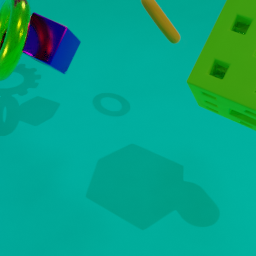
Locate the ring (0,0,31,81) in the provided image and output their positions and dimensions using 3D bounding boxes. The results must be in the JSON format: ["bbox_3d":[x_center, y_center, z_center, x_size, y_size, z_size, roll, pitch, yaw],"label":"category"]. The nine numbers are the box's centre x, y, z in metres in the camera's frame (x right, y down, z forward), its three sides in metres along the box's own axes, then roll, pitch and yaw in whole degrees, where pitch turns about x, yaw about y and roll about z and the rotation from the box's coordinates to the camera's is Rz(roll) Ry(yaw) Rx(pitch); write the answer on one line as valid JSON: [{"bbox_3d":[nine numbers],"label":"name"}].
[{"bbox_3d":[-2.279,-1.690,5.275,0.331,1.653,1.653,15,29,-39],"label":"ring"}]

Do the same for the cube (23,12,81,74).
[{"bbox_3d":[-1.566,-1.670,5.629,0.790,0.790,0.790,27,2,10],"label":"cube"}]

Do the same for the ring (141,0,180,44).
[{"bbox_3d":[0.637,-2.104,5.418,0.220,1.102,1.102,-36,38,19],"label":"ring"}]

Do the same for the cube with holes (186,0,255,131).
[{"bbox_3d":[1.541,-0.653,2.884,1.276,1.276,1.276,27,4,19],"label":"cube with holes"}]
